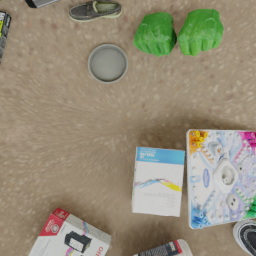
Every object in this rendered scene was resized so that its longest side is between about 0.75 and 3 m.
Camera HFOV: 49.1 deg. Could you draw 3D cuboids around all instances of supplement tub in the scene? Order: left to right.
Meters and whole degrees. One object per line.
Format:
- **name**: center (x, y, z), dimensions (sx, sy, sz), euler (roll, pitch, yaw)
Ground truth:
- **supplement tub**: center (0.909, 4.150, 7.899), dimensions (2.044, 1.434, 1.434), euler (-19, 86, -1)

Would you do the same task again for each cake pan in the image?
- **cake pan**: center (-0.631, -2.021, 8.916), dimensions (1.267, 0.232, 1.267), euler (0, 86, 0)

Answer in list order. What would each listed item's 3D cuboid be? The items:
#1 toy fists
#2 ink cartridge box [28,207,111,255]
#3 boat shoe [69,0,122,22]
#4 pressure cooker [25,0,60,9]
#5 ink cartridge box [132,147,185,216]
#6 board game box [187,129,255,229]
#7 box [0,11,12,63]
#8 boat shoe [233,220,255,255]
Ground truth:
- **toy fists**: center (1.423, -2.693, 8.176), dimensions (2.590, 0.890, 1.320), euler (5, 52, 19)
- **ink cartridge box**: center (-1.651, 3.485, 8.261), dimensions (1.937, 0.802, 1.412), euler (27, 87, 2)
- **boat shoe**: center (-1.037, -3.782, 8.865), dimensions (1.718, 0.564, 0.614), euler (-4, 86, 0)
- **pressure cooker**: center (-2.169, -4.947, 8.154), dimensions (2.513, 2.244, 2.210), euler (-20, 114, -1)
- **ink cartridge box**: center (0.828, 1.486, 8.134), dimensions (1.309, 1.315, 1.793), euler (5, 86, 0)
- **board game box**: center (2.880, 1.389, 8.052), dimensions (2.678, 0.346, 2.677), euler (1, 85, -26)
- **box**: center (-4.802, -2.920, 8.888), dimensions (1.760, 0.433, 1.822), euler (11, 86, -1)
- **boat shoe**: center (4.382, 3.766, 8.172), dimensions (2.778, 0.942, 0.996), euler (41, 87, 3)
